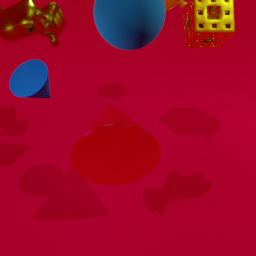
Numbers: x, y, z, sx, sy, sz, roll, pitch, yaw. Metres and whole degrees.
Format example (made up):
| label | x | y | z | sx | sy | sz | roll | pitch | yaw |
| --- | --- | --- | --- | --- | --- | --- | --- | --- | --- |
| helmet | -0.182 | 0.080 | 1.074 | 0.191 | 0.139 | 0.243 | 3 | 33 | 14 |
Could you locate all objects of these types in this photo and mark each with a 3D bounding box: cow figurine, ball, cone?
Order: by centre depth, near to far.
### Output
| label | x | y | z | sx | sy | sz | roll | pitch | yaw |
| --- | --- | --- | --- | --- | --- | --- | --- | --- | --- |
| ball | 0.023 | -1.699 | 4.149 | 1.057 | 1.057 | 1.057 | 0 | 40 | 0 |
| cone | -0.285 | 0.013 | 5.480 | 1.580 | 1.580 | 1.586 | -4 | 42 | -5 |
| cone | -2.035 | -0.911 | 6.488 | 0.949 | 0.953 | 0.949 | -6 | 66 | 14 |
| cow figurine | -2.357 | -2.465 | 6.648 | 1.740 | 0.955 | 1.712 | -22 | 51 | 2 |

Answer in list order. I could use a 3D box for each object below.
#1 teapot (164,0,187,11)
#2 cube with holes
| label | x | y | z | sx | sy | sz | roll | pitch | yaw |
| --- | --- | --- | --- | --- | --- | --- | --- | --- | --- |
| teapot | 1.364 | -3.871 | 7.907 | 1.169 | 0.921 | 1.881 | -39 | 9 | -20 |
| cube with holes | 1.589 | -2.122 | 5.630 | 0.770 | 0.770 | 0.770 | -1 | -5 | -3 |
